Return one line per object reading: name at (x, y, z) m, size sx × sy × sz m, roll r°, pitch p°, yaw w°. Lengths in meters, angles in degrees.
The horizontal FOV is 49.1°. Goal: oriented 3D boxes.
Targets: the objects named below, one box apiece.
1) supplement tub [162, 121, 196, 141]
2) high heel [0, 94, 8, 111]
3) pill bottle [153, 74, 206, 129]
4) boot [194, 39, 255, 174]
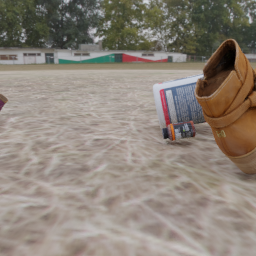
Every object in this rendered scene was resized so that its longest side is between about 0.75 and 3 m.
supplement tub at (1.283, 0.083, 7.142) m, size 0.810 × 0.433 × 0.433 m, roll -9°, pitch 14°, yaw 4°
high heel at (-4.421, -0.386, 8.351) m, size 0.836 × 1.193 × 2.481 m, roll 44°, pitch 5°, yaw -6°
pill bottle at (2.028, -0.829, 8.243) m, size 2.393 × 1.431 × 1.431 m, roll -11°, pitch 13°, yaw 10°
boot at (2.253, -0.812, 5.262) m, size 1.045 × 2.195 × 2.837 m, roll -8°, pitch 46°, yaw 43°
